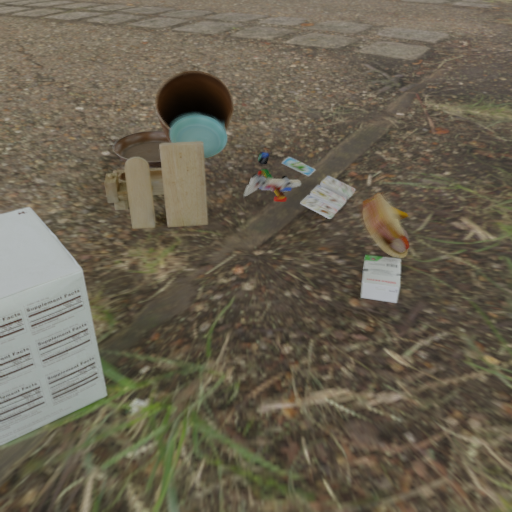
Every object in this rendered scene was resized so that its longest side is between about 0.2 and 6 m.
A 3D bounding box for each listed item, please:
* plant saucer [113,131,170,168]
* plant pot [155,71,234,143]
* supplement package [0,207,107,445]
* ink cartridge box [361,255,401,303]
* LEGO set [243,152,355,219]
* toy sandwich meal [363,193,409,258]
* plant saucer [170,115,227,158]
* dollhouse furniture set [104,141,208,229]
[{"bbox_3d":[-2.534,-2.588,13.724,1.876,0.301,1.876,2,35,-1],"label":"plant saucer"},{"bbox_3d":[-1.387,-2.909,12.503,1.635,1.750,1.635,2,71,-7],"label":"plant pot"},{"bbox_3d":[-3.063,0.805,7.058,1.478,2.010,1.922,-22,39,-30],"label":"supplement package"},{"bbox_3d":[2.054,0.369,9.234,0.604,0.348,0.827,8,34,11],"label":"ink cartridge box"},{"bbox_3d":[0.806,-1.441,11.741,2.186,0.536,1.633,29,37,12],"label":"LEGO set"},{"bbox_3d":[2.267,-0.548,9.482,1.280,0.438,1.280,32,39,-30],"label":"toy sandwich meal"},{"bbox_3d":[-1.124,-2.281,10.917,1.111,0.200,1.111,5,58,-8],"label":"plant saucer"},{"bbox_3d":[-2.057,-1.814,11.309,1.982,1.698,2.084,-4,34,-6],"label":"dollhouse furniture set"}]
